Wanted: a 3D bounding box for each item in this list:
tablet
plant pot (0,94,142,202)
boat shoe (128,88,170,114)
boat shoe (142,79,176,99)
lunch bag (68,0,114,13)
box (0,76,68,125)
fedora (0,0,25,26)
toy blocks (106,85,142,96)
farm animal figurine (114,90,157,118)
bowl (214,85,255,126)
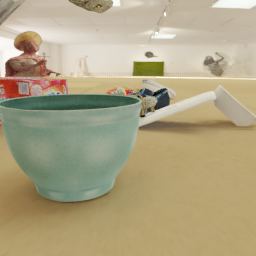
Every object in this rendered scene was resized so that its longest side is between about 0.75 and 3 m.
[{"bbox_3d":[1.219,-0.517,7.534,2.257,0.154,1.468,-20,7,18],"label":"tablet"},{"bbox_3d":[-0.701,0.213,3.700,1.773,1.188,1.773,-1,13,0],"label":"plant pot"},{"bbox_3d":[0.508,-0.997,9.845,1.087,0.887,2.584,9,15,36],"label":"boat shoe"},{"bbox_3d":[1.464,-1.676,13.357,0.772,0.705,2.146,7,-7,44],"label":"boat shoe"},{"bbox_3d":[-1.020,-3.663,7.986,1.009,0.593,0.828,21,14,29],"label":"lunch bag"},{"bbox_3d":[-2.942,-0.757,7.828,2.587,1.290,1.235,9,16,36],"label":"box"},{"bbox_3d":[-3.163,-2.375,5.858,2.044,0.923,1.808,-41,33,11],"label":"fedora"},{"bbox_3d":[-0.422,-1.659,13.392,1.507,0.657,1.808,12,17,41],"label":"toy blocks"},{"bbox_3d":[-0.211,-0.600,7.474,1.572,0.829,1.590,-5,14,34],"label":"farm animal figurine"},{"bbox_3d":[2.906,-0.577,7.829,1.350,0.505,1.352,43,20,4],"label":"bowl"}]
